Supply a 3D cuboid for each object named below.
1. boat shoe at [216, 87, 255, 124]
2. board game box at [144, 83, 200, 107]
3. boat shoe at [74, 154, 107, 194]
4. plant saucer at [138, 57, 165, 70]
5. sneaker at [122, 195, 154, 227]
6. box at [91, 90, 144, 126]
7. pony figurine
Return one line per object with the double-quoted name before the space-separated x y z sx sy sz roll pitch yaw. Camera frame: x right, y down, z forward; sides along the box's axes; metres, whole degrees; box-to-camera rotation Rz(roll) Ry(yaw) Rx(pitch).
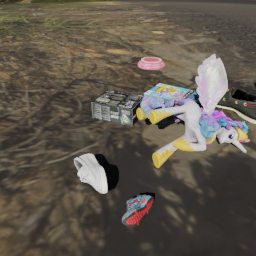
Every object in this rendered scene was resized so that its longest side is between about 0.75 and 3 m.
"boat shoe" 3.646 -1.006 9.549 0.978 0.837 2.673 -18 33 -27
"board game box" 1.596 -1.121 10.156 1.663 0.390 1.255 17 34 27
"boat shoe" -0.844 0.973 6.089 0.503 0.528 1.467 -9 28 -21
"plant saucer" 1.168 -3.256 13.990 1.352 0.343 1.352 0 30 0
"sneaker" 0.120 1.600 5.473 0.431 0.358 0.903 10 21 35
"box" -0.290 -0.685 9.155 1.413 0.609 1.157 11 31 19
"pony figurine" 1.714 -0.352 7.517 2.749 2.289 2.654 -8 62 -21
